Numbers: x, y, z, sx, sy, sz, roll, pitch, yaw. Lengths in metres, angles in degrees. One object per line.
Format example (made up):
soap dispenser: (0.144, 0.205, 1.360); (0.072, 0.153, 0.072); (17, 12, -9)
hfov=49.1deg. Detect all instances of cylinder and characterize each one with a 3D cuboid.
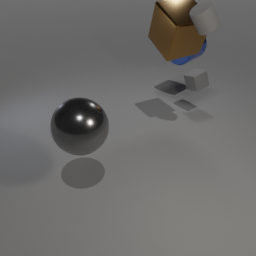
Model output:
cylinder: (2.254, -3.225, 8.215); (0.700, 0.700, 0.700); (-24, 40, 22)
cylinder: (2.673, -3.778, 12.940); (1.400, 1.400, 1.400); (26, 43, 37)

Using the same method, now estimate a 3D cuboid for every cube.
cube: (1.707, -3.357, 9.466); (1.400, 1.400, 1.400); (-18, 60, -20)
cube: (2.912, -2.044, 11.915); (0.700, 0.700, 0.700); (-29, 29, -18)

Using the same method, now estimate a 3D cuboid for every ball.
ball: (-1.160, -0.037, 6.782); (1.400, 1.400, 1.400); (0, 30, 0)
